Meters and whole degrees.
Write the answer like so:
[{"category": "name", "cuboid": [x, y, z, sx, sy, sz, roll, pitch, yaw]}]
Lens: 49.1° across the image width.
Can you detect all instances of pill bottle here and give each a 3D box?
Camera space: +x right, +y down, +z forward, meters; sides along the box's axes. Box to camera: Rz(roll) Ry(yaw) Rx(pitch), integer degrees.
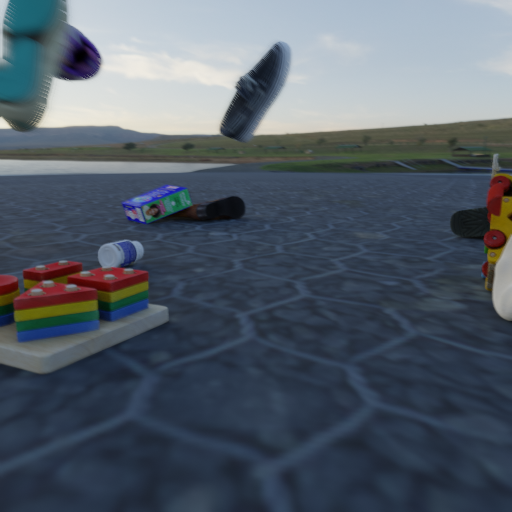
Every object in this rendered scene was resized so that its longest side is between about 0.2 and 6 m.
[{"category": "pill bottle", "cuboid": [-2.061, -0.030, 8.631, 0.404, 0.404, 0.676, 5, 12, 26]}]

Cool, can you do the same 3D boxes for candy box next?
[{"category": "candy box", "cuboid": [-2.537, -1.331, 14.355, 1.394, 0.537, 1.179, -28, 24, -29]}]

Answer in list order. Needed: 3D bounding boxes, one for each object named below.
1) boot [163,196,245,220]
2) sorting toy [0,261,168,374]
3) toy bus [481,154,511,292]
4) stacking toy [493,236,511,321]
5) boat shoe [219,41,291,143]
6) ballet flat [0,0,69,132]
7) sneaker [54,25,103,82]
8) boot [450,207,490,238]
[{"category": "boot", "cuboid": [-1.406, -1.181, 15.006, 1.812, 0.620, 1.706, 0, 15, 42]}, {"category": "sorting toy", "cuboid": [-2.010, 0.465, 5.471, 1.649, 0.574, 1.639, 6, 12, 28]}, {"category": "toy bus", "cuboid": [3.353, -0.352, 7.032, 0.883, 1.708, 1.612, 6, 17, 23]}, {"category": "stacking toy", "cuboid": [3.458, 0.318, 5.752, 1.699, 1.242, 1.242, 20, 13, 5]}, {"category": "boat shoe", "cuboid": [-0.064, -2.673, 9.056, 0.594, 1.754, 0.629, 8, 37, -40]}, {"category": "ballet flat", "cuboid": [-3.070, -2.839, 7.774, 0.899, 2.589, 0.899, 2, -25, 1]}, {"category": "sneaker", "cuboid": [-3.056, -3.362, 9.457, 1.002, 0.911, 2.265, 26, 6, 4]}, {"category": "boot", "cuboid": [5.492, -0.764, 11.784, 2.370, 0.860, 2.155, -1, 8, -42]}]
